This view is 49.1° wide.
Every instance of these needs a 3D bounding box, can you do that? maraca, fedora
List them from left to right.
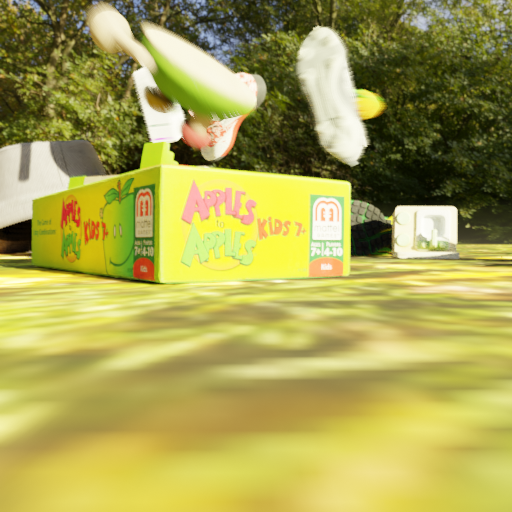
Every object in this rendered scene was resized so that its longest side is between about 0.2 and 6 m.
[{"bbox_3d":[-3.339,-1.035,9.027,2.618,1.337,2.960,-13,-4,-23],"label":"fedora"},{"bbox_3d":[2.207,-3.311,12.114,0.756,0.590,1.103,-10,-18,36],"label":"maraca"}]

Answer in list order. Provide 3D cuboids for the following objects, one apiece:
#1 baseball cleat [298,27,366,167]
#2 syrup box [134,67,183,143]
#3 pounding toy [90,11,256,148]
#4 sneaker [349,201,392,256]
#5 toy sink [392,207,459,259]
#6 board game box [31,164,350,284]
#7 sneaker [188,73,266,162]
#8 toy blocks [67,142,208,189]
[{"bbox_3d":[1.479,-3.018,10.935,0.938,2.691,1.432,-11,-16,21],"label":"baseball cleat"},{"bbox_3d":[-2.244,-3.573,13.205,0.690,1.694,0.667,-1,30,17],"label":"syrup box"},{"bbox_3d":[-0.935,-1.818,6.195,1.812,0.841,1.399,10,33,-45],"label":"pounding toy"},{"bbox_3d":[1.783,-0.330,9.257,2.224,0.868,0.947,9,-10,-28],"label":"sneaker"},{"bbox_3d":[2.355,-0.325,7.889,0.828,0.712,1.271,0,1,12],"label":"toy sink"},{"bbox_3d":[-0.681,-0.188,4.181,1.313,0.615,2.584,-1,2,-35],"label":"board game box"},{"bbox_3d":[-0.860,-2.602,10.591,1.200,0.748,2.240,-8,-23,-38],"label":"sneaker"},{"bbox_3d":[-0.793,-0.431,6.816,2.657,1.327,1.816,2,-9,37],"label":"toy blocks"}]
